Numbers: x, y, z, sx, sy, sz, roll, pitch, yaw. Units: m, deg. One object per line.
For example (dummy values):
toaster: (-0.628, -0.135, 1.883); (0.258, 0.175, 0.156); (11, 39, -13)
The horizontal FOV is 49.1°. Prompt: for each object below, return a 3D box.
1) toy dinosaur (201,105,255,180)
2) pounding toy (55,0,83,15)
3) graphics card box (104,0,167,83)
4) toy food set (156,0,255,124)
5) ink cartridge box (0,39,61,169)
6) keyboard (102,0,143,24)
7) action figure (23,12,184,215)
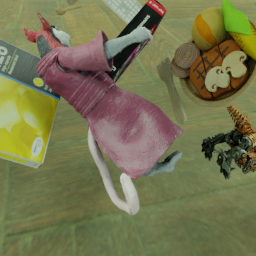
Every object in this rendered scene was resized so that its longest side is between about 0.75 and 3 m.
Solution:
toy dinosaur: (1.545, 0.208, 4.006); (0.858, 1.265, 0.646); (-29, 13, -2)
pounding toy: (-1.262, -3.366, 6.958); (0.772, 1.346, 0.770); (41, 27, -7)
graphics card box: (-0.015, -1.498, 5.259); (0.426, 1.050, 1.674); (39, 75, -3)
toy food set: (1.428, -1.202, 4.778); (0.494, 2.462, 1.700); (7, 60, -43)
ink cartridge box: (-2.559, -0.656, 5.464); (2.378, 0.559, 2.350); (23, 56, -27)
keyboard: (-0.584, -4.690, 9.691); (0.814, 2.891, 0.154); (-51, 23, 5)
action figure: (-0.564, -0.429, 4.321); (2.898, 1.941, 2.158); (41, 68, -9)
